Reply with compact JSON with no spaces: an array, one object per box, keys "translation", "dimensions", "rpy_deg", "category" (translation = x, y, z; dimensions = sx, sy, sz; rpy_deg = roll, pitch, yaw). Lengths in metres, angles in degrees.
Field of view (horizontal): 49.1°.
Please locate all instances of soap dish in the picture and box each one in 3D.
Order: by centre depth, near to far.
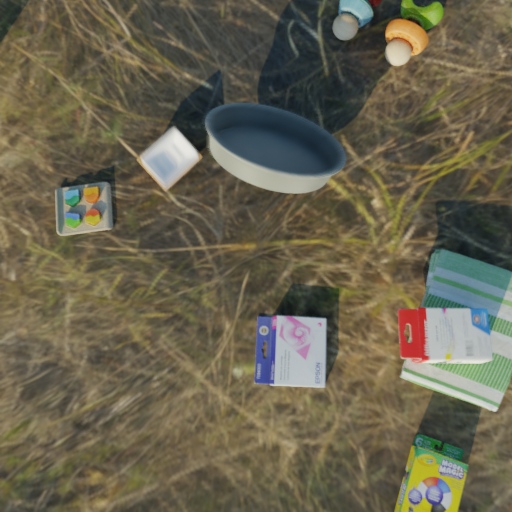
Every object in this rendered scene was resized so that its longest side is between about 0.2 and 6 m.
[{"translation":[-1.816,-2.032,11.739],"dimensions":[1.091,0.443,0.858],"rpy_deg":[-45,103,-11],"category":"soap dish"}]

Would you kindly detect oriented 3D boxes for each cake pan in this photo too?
[{"translation":[0.344,-2.146,11.095],"dimensions":[2.853,0.523,2.853],"rpy_deg":[12,37,-9],"category":"cake pan"}]

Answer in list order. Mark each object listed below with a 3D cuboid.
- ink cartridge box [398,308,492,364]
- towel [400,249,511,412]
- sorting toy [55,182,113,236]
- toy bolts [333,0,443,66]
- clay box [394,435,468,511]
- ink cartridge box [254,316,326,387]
[{"translation":[3.467,1.507,10.552],"dimensions":[1.697,0.571,0.986],"rpy_deg":[1,74,-1],"category":"ink cartridge box"},{"translation":[4.159,1.419,11.062],"dimensions":[2.110,0.324,2.766],"rpy_deg":[20,76,5],"category":"towel"},{"translation":[-3.612,-1.002,11.711],"dimensions":[1.146,0.209,1.061],"rpy_deg":[-7,76,-2],"category":"sorting toy"},{"translation":[2.675,-5.269,12.052],"dimensions":[2.140,2.044,1.484],"rpy_deg":[27,83,25],"category":"toy bolts"},{"translation":[3.213,4.270,10.275],"dimensions":[0.989,0.409,1.720],"rpy_deg":[18,77,4],"category":"clay box"},{"translation":[0.677,1.859,10.954],"dimensions":[1.374,0.298,1.349],"rpy_deg":[2,76,-1],"category":"ink cartridge box"}]
